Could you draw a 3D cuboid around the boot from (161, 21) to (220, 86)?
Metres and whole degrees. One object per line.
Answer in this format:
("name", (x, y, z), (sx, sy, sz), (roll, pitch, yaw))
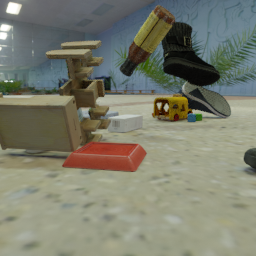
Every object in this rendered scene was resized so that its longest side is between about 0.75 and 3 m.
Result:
("boot", (2.574, -3.083, 11.588), (2.877, 2.151, 1.083), (14, -28, -30))

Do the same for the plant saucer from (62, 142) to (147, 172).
("plant saucer", (-0.441, 0.567, 6.168), (1.537, 0.282, 1.534), (3, 9, 12))

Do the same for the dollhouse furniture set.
("dollhouse furniture set", (-1.807, -0.676, 7.226), (1.881, 2.481, 2.831), (2, 29, 13))

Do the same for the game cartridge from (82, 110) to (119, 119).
("game cartridge", (-1.714, -0.423, 11.963), (1.817, 0.558, 2.730), (2, 8, 36))

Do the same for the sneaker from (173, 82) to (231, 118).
("sneaker", (3.688, -1.151, 14.605), (2.877, 1.094, 2.078), (29, -28, -7))

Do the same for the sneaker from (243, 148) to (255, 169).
("sneaker", (3.545, 0.063, 5.236), (2.662, 1.537, 1.007), (0, 9, 1))

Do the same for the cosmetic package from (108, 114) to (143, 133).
("cosmetic package", (-0.075, -0.185, 10.316), (0.727, 0.529, 1.430), (5, 8, 30))

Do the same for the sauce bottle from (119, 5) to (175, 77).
("sauce bottle", (0.566, -2.936, 9.755), (0.853, 2.586, 0.853), (27, 35, -21))

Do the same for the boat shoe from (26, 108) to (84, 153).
("boat shoe", (-2.024, -0.168, 7.670), (0.832, 0.849, 2.385), (2, 26, 21))

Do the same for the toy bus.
("toy bus", (2.311, -1.026, 13.457), (2.228, 1.220, 2.361), (0, 9, 1))
